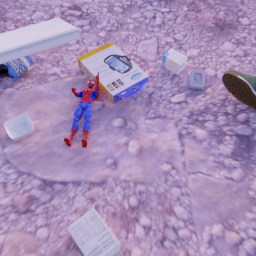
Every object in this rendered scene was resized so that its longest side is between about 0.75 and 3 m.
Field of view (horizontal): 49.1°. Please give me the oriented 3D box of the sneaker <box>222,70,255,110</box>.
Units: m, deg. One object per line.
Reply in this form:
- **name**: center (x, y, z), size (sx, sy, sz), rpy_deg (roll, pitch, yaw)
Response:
- **sneaker**: center (4.387, -1.242, 9.274), size (1.099, 0.821, 2.447), rpy_deg (-39, 68, -25)

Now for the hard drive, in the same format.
- **hard drive**: center (-2.169, -1.849, 5.926), size (1.975, 0.260, 1.303), rpy_deg (-26, 40, -21)

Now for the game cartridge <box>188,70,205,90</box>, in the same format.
- **game cartridge**: center (2.445, -1.723, 9.984), size (0.557, 0.171, 0.838), rpy_deg (10, 55, 3)

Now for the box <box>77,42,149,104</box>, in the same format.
- **box**: center (-0.473, -1.916, 9.912), size (1.534, 0.534, 2.577), rpy_deg (-31, 63, -20)

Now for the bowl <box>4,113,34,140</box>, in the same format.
- **bowl**: center (-3.338, 0.006, 8.684), size (0.793, 0.296, 0.794), rpy_deg (-28, 59, -18)

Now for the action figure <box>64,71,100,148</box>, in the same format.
- **action figure**: center (-1.385, -0.791, 8.720), size (0.831, 1.261, 2.547), rpy_deg (5, 53, 3)

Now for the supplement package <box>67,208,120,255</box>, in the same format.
- **supplement package**: center (-0.790, 2.609, 6.563), size (0.768, 0.773, 1.019), rpy_deg (-33, 61, -21)

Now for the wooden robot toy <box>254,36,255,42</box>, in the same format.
- **wooden robot toy**: center (3.116, -1.047, 4.902), size (1.939, 0.880, 0.854), rpy_deg (37, 96, 36)

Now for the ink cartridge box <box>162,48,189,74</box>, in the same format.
- **ink cartridge box**: center (1.730, -2.398, 10.220), size (0.845, 0.529, 0.543), rpy_deg (37, 63, 23)

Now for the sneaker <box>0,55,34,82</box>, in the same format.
- **sneaker**: center (-4.893, -2.379, 9.911), size (2.846, 1.096, 1.212), rpy_deg (15, 60, 11)
